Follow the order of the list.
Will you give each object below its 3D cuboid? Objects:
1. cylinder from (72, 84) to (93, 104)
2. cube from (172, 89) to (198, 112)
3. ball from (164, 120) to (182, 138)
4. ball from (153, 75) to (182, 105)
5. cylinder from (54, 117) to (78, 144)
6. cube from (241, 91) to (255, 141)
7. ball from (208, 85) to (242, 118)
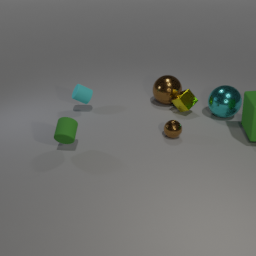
[{"bbox_3d":[-2.022,-1.496,12.381,0.700,0.700,0.700,22,19,-26],"label":"cylinder"},{"bbox_3d":[2.513,-1.206,12.402,0.700,0.700,0.700,-43,10,-16],"label":"cube"},{"bbox_3d":[1.706,0.040,10.642,0.700,0.700,0.700,0,28,0],"label":"ball"},{"bbox_3d":[1.870,-1.812,13.335,1.400,1.400,1.400,0,28,0],"label":"ball"},{"bbox_3d":[-2.119,0.091,9.589,0.700,0.700,0.700,3,59,5],"label":"cylinder"},{"bbox_3d":[5.034,-0.469,10.122,1.400,1.400,1.400,-2,29,8],"label":"cube"},{"bbox_3d":[4.157,-1.138,12.053,1.400,1.400,1.400,0,28,0],"label":"ball"}]
